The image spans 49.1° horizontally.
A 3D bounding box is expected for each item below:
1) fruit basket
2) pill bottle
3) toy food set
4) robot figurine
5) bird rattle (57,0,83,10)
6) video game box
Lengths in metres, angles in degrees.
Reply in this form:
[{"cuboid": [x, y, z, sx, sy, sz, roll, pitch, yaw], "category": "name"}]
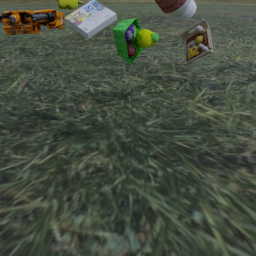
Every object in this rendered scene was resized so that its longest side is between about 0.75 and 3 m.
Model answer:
[{"cuboid": [0.193, -1.940, 6.244, 0.948, 0.948, 0.684, 20, 58, 31], "category": "fruit basket"}, {"cuboid": [1.245, -4.030, 8.272, 1.842, 1.033, 1.033, 35, 3, -41], "category": "pill bottle"}, {"cuboid": [1.396, -1.782, 5.871, 0.641, 0.270, 0.893, -24, 52, 39], "category": "toy food set"}, {"cuboid": [-1.328, -1.497, 3.936, 0.790, 0.317, 1.090, 1, 24, 10], "category": "robot figurine"}, {"cuboid": [-0.998, -2.311, 4.397, 0.696, 0.853, 0.481, -42, 36, -23], "category": "bird rattle"}, {"cuboid": [-0.931, -2.746, 7.031, 0.972, 0.227, 0.885, -40, 66, -18], "category": "video game box"}]
